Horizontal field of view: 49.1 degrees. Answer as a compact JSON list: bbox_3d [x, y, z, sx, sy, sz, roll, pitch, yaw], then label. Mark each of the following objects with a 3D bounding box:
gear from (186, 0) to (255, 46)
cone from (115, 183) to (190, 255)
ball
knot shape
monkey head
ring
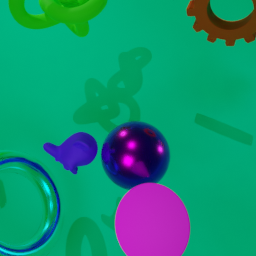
[{"bbox_3d":[2.068,-2.450,5.628,1.717,1.717,0.317,22,61,6],"label":"gear"},{"bbox_3d":[0.555,1.422,4.249,1.103,1.107,1.103,-8,74,27],"label":"cone"},{"bbox_3d":[0.142,0.525,5.355,1.323,1.323,1.323,0,75,0],"label":"ball"},{"bbox_3d":[-1.358,-2.686,6.254,1.947,2.080,0.961,7,97,27],"label":"knot shape"},{"bbox_3d":[-1.048,0.363,5.290,0.929,1.291,0.778,36,88,-9],"label":"monkey head"},{"bbox_3d":[-1.974,1.364,4.920,0.419,2.094,2.094,-28,74,28],"label":"ring"}]
